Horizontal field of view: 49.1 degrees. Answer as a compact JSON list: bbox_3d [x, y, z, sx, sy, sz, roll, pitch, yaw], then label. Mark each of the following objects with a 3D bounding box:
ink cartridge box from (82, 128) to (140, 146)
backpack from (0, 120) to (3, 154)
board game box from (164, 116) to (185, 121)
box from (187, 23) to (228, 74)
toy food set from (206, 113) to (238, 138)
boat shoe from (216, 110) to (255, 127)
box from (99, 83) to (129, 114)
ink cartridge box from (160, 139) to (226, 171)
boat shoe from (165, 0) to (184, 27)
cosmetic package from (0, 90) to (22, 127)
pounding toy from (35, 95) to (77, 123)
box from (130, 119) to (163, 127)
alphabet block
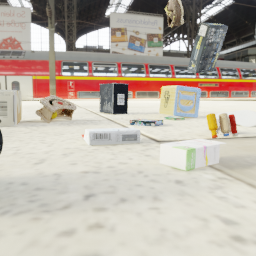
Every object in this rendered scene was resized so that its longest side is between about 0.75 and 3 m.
[{"bbox_3d":[-0.524,0.134,7.521,1.304,0.385,1.629,-2,9,-16],"label":"ink cartridge box"},{"bbox_3d":[-2.186,0.351,3.361,1.275,0.967,1.527,-15,8,-14],"label":"backpack"},{"bbox_3d":[2.207,-0.465,13.372,0.592,0.128,0.879,-3,8,-26],"label":"board game box"},{"bbox_3d":[2.175,-2.176,7.654,1.011,1.283,0.327,-17,40,-41],"label":"box"},{"bbox_3d":[2.847,0.024,8.314,0.732,0.690,1.534,-12,-16,25],"label":"toy food set"},{"bbox_3d":[4.348,-0.379,10.923,0.609,0.645,1.798,-8,3,-40],"label":"boat shoe"},{"bbox_3d":[-0.896,-1.809,17.216,1.141,1.842,1.810,-2,8,-33],"label":"box"},{"bbox_3d":[1.184,0.449,5.015,1.104,0.372,0.647,-5,9,-36],"label":"ink cartridge box"},{"bbox_3d":[1.266,-3.230,7.760,0.425,0.513,1.428,-20,-9,10],"label":"boat shoe"},{"bbox_3d":[-4.996,-0.876,11.541,0.973,1.439,2.736,-1,8,-16],"label":"cosmetic package"},{"bbox_3d":[-3.266,-0.616,12.797,1.335,1.340,2.335,28,19,1],"label":"pounding toy"},{"bbox_3d":[0.732,-0.225,11.101,1.125,0.212,0.768,4,8,30],"label":"box"},{"bbox_3d":[2.663,-1.368,14.513,1.515,1.523,1.551,5,4,-21],"label":"alphabet block"}]
